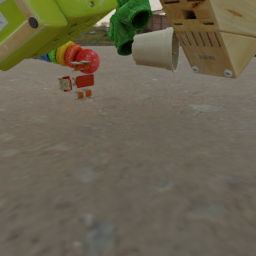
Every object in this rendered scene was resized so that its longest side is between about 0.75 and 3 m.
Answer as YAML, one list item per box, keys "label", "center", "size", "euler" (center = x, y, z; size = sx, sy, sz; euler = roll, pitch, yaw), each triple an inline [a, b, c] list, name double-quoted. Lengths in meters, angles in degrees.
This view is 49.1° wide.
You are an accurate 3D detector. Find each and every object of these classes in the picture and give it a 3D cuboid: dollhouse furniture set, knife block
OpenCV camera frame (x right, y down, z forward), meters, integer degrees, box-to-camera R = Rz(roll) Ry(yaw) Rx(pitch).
- label: "dollhouse furniture set"
  center: [-1.018, -0.956, 5.827]
  size: [0.410, 0.796, 0.787]
  euler: [15, 26, 42]
- label: "knife block"
  center: [1.505, -1.764, 3.723]
  size: [0.737, 2.304, 2.023]
  euler: [22, 68, 48]

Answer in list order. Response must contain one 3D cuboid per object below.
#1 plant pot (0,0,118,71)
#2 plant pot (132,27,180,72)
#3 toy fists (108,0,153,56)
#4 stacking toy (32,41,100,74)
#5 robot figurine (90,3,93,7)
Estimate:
- label: "plant pot"
  center: [-1.555, -2.011, 4.161]
  size: [1.828, 1.837, 1.667]
  euler: [-19, 25, 36]
- label: "plant pot"
  center: [0.781, -2.221, 7.953]
  size: [1.168, 1.276, 1.276]
  euler: [4, 19, 20]
- label: "toy fists"
  center: [-0.038, -3.615, 9.298]
  size: [0.889, 1.317, 2.584]
  euler: [-7, -19, -18]
- label: "stacking toy"
  center: [-1.629, -1.854, 6.848]
  size: [2.132, 0.910, 0.910]
  euler: [26, 27, 17]
- label: "robot figurine"
  center: [-1.178, -3.351, 7.289]
  size: [1.086, 0.902, 1.446]
  euler: [-11, 17, -36]
